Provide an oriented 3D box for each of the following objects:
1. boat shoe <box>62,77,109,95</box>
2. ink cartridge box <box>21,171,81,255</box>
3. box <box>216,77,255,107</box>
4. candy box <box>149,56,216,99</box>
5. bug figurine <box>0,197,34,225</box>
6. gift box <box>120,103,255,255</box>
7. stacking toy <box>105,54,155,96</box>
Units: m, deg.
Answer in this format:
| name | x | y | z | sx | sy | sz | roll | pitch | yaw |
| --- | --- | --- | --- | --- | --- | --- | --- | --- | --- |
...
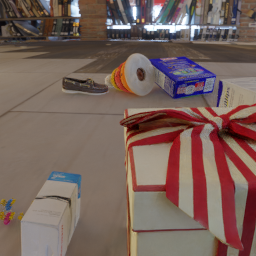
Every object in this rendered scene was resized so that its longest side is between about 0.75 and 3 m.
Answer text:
| name | x | y | z | sx | sy | sz | roll | pitch | yaw |
| --- | --- | --- | --- | --- | --- | --- | --- | --- | --- |
| boat shoe | -2.044 | -2.069 | 13.613 | 2.276 | 0.677 | 0.818 | 3 | 26 | -6 |
| ink cartridge box | -1.172 | 1.451 | 4.470 | 0.558 | 0.958 | 1.324 | 8 | 22 | 2 |
| box | 4.840 | -0.850 | 9.744 | 2.427 | 1.385 | 2.639 | -6 | 23 | -13 |
| candy box | 2.562 | -2.595 | 13.915 | 2.292 | 1.044 | 2.710 | -11 | 38 | -21 |
| bug figurine | -1.998 | 1.557 | 5.263 | 0.876 | 0.225 | 0.679 | 3 | 26 | 2 |
| gift box | 1.186 | 0.999 | 3.506 | 2.520 | 2.550 | 2.731 | -3 | 21 | -7 |
| stacking toy | -0.206 | -2.449 | 14.016 | 2.723 | 1.989 | 1.989 | -5 | 12 | 45 |
